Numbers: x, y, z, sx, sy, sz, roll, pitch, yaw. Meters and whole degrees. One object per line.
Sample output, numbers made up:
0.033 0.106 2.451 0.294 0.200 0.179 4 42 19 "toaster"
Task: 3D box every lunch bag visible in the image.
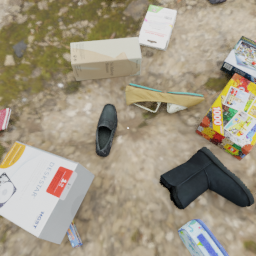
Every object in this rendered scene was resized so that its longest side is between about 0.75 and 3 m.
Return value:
2.178 3.394 7.814 0.694 1.353 1.684 -32 70 -12 "lunch bag"

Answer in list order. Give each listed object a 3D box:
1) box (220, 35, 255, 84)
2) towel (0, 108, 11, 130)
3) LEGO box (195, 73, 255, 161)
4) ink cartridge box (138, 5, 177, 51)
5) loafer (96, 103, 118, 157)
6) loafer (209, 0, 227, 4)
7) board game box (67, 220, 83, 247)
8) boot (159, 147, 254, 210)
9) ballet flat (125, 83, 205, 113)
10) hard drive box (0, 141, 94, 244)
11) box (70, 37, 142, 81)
5.062 -2.247 10.534 2.644 0.498 1.806 33 60 13 "box"
-4.647 -0.213 9.714 1.197 0.136 0.862 -13 56 16 "towel"
3.756 -0.407 9.630 1.790 0.927 2.403 34 70 13 "LEGO box"
1.153 -3.883 11.281 1.176 0.676 2.008 16 68 7 "ink cartridge box"
-0.732 0.004 9.616 0.672 0.695 1.980 7 67 3 "loafer"
3.695 -6.459 12.429 0.727 0.830 2.308 -8 71 -27 "loafer"
-1.710 2.954 8.320 0.197 0.774 1.143 -25 69 -10 "board game box"
2.348 1.943 8.666 1.985 0.902 2.362 -34 66 -16 "boot"
1.272 -0.962 10.070 2.815 0.966 0.887 10 95 7 "ballet flat"
-2.663 1.760 8.170 2.697 1.036 2.102 13 66 31 "hard drive box"
-0.798 -2.561 10.462 2.503 1.188 0.973 -6 68 -1 "box"
